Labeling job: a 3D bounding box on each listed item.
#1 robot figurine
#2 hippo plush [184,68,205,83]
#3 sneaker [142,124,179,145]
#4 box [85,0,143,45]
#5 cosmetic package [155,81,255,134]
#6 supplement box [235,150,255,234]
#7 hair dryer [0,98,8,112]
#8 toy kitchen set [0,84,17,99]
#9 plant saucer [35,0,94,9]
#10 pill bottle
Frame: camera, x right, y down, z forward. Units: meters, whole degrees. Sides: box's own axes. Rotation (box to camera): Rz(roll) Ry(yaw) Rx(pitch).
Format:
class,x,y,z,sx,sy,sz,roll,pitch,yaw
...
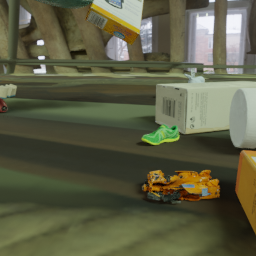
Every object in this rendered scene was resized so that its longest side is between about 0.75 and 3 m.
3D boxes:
class,x,y,z,sx,sy,sz,roll,pitch,yaw
robot figurine,0.625,0.698,3.483,0.902,0.263,0.654,0,11,-1
hippo plush,3.058,-1.594,11.124,1.185,1.474,1.174,21,45,37
sneaker,0.653,0.115,5.713,0.916,0.383,0.339,-9,17,-33
box,-0.316,-3.685,8.400,1.500,0.523,2.519,23,46,-18
cosmetic package,2.374,-0.630,7.357,2.992,1.093,1.549,-4,14,-20
supplement box,1.491,0.742,2.615,0.601,0.581,1.746,5,14,10
hair dryer,-4.700,-0.655,9.309,1.671,0.454,1.273,-1,30,13
toy kitchen set,-6.292,-1.707,12.962,1.687,0.994,1.351,20,12,-4
plant saucer,-2.123,-3.589,7.115,2.579,0.353,2.579,15,32,-10
pill bottle,3.056,-0.150,4.908,2.239,1.274,1.274,2,13,6
